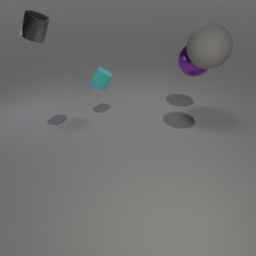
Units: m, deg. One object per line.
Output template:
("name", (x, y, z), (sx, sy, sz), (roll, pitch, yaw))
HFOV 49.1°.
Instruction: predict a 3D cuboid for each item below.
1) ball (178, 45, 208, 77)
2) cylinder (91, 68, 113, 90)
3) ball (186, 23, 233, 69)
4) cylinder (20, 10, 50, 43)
("ball", (2.832, -2.890, 11.866), (1.400, 1.400, 1.400), (0, 29, 0))
("cylinder", (-1.094, -2.042, 11.679), (0.700, 0.700, 0.700), (27, 21, -11))
("ball", (2.555, -2.570, 8.816), (1.400, 1.400, 1.400), (0, 29, 0))
("cylinder", (-2.724, -2.966, 8.200), (0.700, 0.700, 0.700), (19, 28, -11))
